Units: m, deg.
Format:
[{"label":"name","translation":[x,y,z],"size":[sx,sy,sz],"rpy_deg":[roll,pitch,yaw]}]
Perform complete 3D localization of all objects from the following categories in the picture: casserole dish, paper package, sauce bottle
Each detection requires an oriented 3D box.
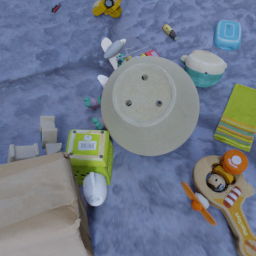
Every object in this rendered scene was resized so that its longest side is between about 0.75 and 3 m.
[{"label":"casserole dish","translation":[3.876,-3.659,10.830],"size":[1.042,0.334,1.720],"rpy_deg":[12,54,9]},{"label":"paper package","translation":[-2.218,1.943,5.313],"size":[2.857,2.723,1.478],"rpy_deg":[-12,55,-8]},{"label":"sauce bottle","translation":[1.655,-3.722,10.893],"size":[0.287,0.287,0.869],"rpy_deg":[-23,55,-16]}]

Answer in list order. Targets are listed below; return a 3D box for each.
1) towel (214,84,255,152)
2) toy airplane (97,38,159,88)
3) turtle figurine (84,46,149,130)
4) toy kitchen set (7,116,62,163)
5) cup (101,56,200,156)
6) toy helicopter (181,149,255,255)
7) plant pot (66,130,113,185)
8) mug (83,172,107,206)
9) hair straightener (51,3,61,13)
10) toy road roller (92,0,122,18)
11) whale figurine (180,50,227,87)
[{"label":"towel","translation":[3.490,-0.428,8.572],"size":[1.060,0.222,2.462],"rpy_deg":[23,57,15]},{"label":"toy airplane","translation":[0.028,-1.765,8.763],"size":[1.997,1.410,1.989],"rpy_deg":[12,77,-13]},{"label":"turtle figurine","translation":[-0.047,-1.083,8.054],"size":[2.492,1.255,1.865],"rpy_deg":[-37,41,15]},{"label":"toy kitchen set","translation":[-2.684,0.542,6.869],"size":[1.880,1.108,1.506],"rpy_deg":[-1,40,-24]},{"label":"cup","translation":[0.474,-0.636,6.920],"size":[2.721,1.946,2.721],"rpy_deg":[-1,87,8]},{"label":"toy helicopter","translation":[2.270,1.830,6.538],"size":[1.670,0.996,2.525],"rpy_deg":[-14,63,-12]},{"label":"plant pot","translation":[-1.009,0.708,7.222],"size":[1.203,1.092,1.197],"rpy_deg":[2,54,0]},{"label":"mug","translation":[-0.788,1.404,6.601],"size":[0.570,0.772,0.677],"rpy_deg":[-9,27,-5]},{"label":"hair straightener","translation":[-3.127,-5.197,12.034],"size":[0.290,0.154,0.753],"rpy_deg":[15,56,10]},{"label":"toy road roller","translation":[-0.798,-4.973,11.632],"size":[1.224,0.894,0.752],"rpy_deg":[-15,45,37]},{"label":"whale figurine","translation":[2.493,-2.038,9.419],"size":[1.558,1.016,1.959],"rpy_deg":[10,31,2]}]
